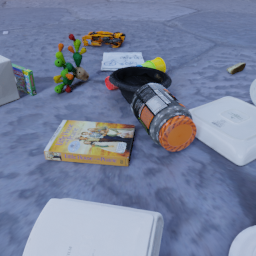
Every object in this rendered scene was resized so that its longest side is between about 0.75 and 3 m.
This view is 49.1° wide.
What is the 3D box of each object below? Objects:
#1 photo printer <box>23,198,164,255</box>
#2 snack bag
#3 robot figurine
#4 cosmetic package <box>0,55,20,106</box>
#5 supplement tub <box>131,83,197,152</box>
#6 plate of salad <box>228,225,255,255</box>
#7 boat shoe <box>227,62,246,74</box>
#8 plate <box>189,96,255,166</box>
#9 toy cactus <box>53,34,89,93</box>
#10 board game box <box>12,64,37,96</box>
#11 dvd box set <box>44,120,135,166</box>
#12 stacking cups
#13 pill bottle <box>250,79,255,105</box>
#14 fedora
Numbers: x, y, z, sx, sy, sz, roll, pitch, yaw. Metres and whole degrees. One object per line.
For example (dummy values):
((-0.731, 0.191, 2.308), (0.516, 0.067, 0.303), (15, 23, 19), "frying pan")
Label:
((-0.609, 1.899, 4.003), (2.013, 0.699, 1.674), (3, 63, 23), "photo printer")
((-0.251, -3.071, 12.861), (1.967, 0.223, 2.086), (-1, 34, -3), "snack bag")
((-1.230, -4.800, 15.125), (2.266, 0.660, 1.643), (8, 34, 14), "robot figurine")
((-5.006, -1.286, 8.965), (1.071, 1.490, 2.640), (25, 39, 32), "cosmetic package")
((0.946, -0.318, 7.690), (1.232, 1.232, 2.010), (-11, 36, -16), "supplement tub")
((2.482, 2.414, 4.150), (2.086, 0.501, 2.086), (7, 38, -6), "plate of salad")
((4.658, -2.599, 11.987), (1.024, 0.375, 0.321), (-23, 42, -30), "boat shoe")
((3.104, -0.190, 8.225), (2.677, 0.433, 2.671), (-20, 38, -27), "plate")
((-1.979, -2.203, 10.380), (1.076, 2.105, 1.737), (10, -4, 28), "toy cactus")
((-3.918, -1.795, 10.244), (1.369, 0.921, 0.199), (22, 39, 30), "board game box")
((-0.931, 0.346, 7.488), (2.142, 0.315, 1.567), (5, 32, 7), "dvd box set")
((0.270, -2.138, 10.924), (2.568, 0.777, 0.777), (-21, 38, -28), "stacking cups")
((5.329, -1.416, 9.146), (2.565, 1.440, 1.440), (-18, 37, -21), "pill bottle")
((0.389, -1.325, 9.456), (2.145, 0.979, 2.145), (-1, 32, 0), "fedora")
